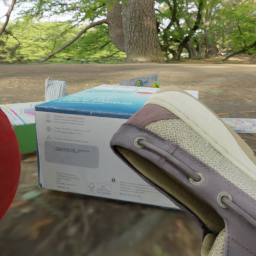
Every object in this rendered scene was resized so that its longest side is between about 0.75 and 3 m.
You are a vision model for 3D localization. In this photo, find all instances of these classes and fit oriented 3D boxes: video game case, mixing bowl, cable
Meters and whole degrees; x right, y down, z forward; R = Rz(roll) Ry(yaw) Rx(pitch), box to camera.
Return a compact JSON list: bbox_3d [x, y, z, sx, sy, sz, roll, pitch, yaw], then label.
[{"bbox_3d":[2.728,-0.079,7.426,1.561,0.141,1.117,2,16,7],"label":"video game case"},{"bbox_3d":[-1.748,0.306,2.469,2.056,2.056,1.113,7,11,23],"label":"mixing bowl"},{"bbox_3d":[-1.828,-0.638,7.380,0.429,1.239,1.239,-1,-8,-1],"label":"cable"}]

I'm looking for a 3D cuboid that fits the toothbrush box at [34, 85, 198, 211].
[{"bbox_3d":[0.110,0.032,4.859,2.128,1.240,2.907,6,14,14],"label":"toothbrush box"}]

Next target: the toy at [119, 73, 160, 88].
[{"bbox_3d":[0.339,-1.324,9.656,1.674,0.964,0.395,-17,28,-28],"label":"toy"}]

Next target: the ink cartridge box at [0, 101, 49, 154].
[{"bbox_3d":[-1.661,-0.102,5.992,2.193,0.650,1.138,-9,28,-39],"label":"ink cartridge box"}]

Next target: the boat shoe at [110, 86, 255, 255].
[{"bbox_3d":[0.755,0.654,1.857,0.721,0.801,2.226,-38,72,-16],"label":"boat shoe"}]
